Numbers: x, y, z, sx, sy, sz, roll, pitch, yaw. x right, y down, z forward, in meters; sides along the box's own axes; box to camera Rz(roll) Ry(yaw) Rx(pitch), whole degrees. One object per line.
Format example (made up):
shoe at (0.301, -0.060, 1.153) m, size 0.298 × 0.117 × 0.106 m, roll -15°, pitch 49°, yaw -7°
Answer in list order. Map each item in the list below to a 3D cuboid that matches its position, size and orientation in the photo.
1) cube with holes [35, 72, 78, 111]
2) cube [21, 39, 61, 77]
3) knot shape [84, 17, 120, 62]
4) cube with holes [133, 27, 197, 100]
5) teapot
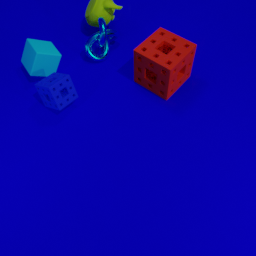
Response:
cube with holes at (-2.180, -1.135, 8.585) m, size 0.790 × 0.790 × 0.790 m, roll 16°, pitch 47°, yaw 39°
cube at (-2.879, -2.305, 9.269) m, size 0.873 × 0.873 × 0.873 m, roll -6°, pitch 47°, yaw -43°
knot shape at (-0.846, -3.141, 9.905) m, size 0.681 × 1.473 × 1.379 m, roll 30°, pitch 31°, yaw 14°
cube with holes at (1.145, -2.060, 9.013) m, size 1.373 × 1.373 × 1.373 m, roll 34°, pitch 64°, yaw 22°
teapot at (-0.914, -4.258, 10.222) m, size 0.983 × 2.007 × 1.248 m, roll 20°, pitch 84°, yaw -30°
